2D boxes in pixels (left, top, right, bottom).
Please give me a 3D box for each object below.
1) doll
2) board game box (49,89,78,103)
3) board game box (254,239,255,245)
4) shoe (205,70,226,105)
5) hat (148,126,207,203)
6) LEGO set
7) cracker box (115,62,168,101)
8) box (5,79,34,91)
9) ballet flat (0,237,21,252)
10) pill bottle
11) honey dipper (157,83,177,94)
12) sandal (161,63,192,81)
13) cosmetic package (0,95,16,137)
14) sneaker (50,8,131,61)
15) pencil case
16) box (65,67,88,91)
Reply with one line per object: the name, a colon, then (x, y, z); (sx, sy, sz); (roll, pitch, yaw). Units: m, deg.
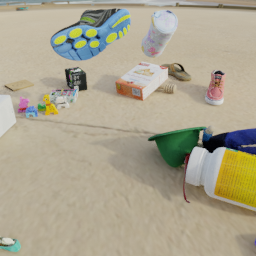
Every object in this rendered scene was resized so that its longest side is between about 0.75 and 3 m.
doll: (3.131, 0.672, 8.605); (0.690, 1.943, 2.847); (-42, 16, -33)
board game box: (-3.183, -1.583, 13.900); (1.255, 0.403, 0.926); (0, 30, -1)
board game box: (3.530, 2.805, 6.409); (0.975, 0.218, 0.656); (-2, 30, -4)
shoe: (4.411, -2.098, 14.061); (0.876, 1.116, 2.452); (8, 31, 14)
hat: (1.743, 1.170, 9.180); (2.385, 2.100, 1.976); (-4, -11, -41)
LEGO set: (-3.814, -1.110, 12.515); (2.299, 0.943, 0.877); (-7, 31, -12)
cracker box: (0.767, -2.541, 14.786); (1.693, 0.729, 2.528); (21, 46, 30)
box: (-6.032, -2.379, 15.554); (1.021, 0.133, 1.249); (26, 38, 37)
ballet flat: (-2.942, 2.662, 6.553); (0.906, 0.319, 0.305); (5, 26, 9)
pill bottle: (2.989, 1.359, 7.685); (2.587, 1.459, 1.459); (14, 33, 23)
honey dipper: (1.328, -2.250, 15.040); (2.541, 0.483, 0.483); (12, 32, 25)
sandal: (2.964, -3.551, 17.010); (1.054, 0.709, 2.624); (-13, 32, -21)
cosmetic package: (-5.937, -0.335, 10.783); (2.164, 1.334, 2.170); (4, 31, 7)
sneaker: (-1.026, -2.589, 7.588); (1.071, 0.916, 2.584); (26, 50, 33)
pencil case: (0.972, -3.028, 9.179); (0.849, 0.778, 1.872); (19, -14, -4)
box: (-2.815, -2.649, 15.175); (0.811, 0.969, 1.305); (-14, 33, -24)
